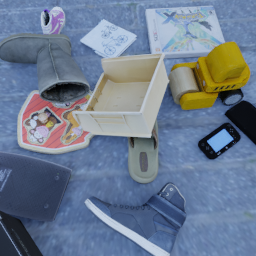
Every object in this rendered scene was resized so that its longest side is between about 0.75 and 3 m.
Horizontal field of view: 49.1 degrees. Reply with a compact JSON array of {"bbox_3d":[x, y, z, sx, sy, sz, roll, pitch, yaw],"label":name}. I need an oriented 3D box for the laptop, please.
[{"bbox_3d":[-2.554,2.756,5.509,1.210,2.088,1.955,-38,67,-15],"label":"laptop"}]

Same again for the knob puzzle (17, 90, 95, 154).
[{"bbox_3d":[-2.055,-0.362,8.133,2.902,0.402,2.902,0,60,0],"label":"knob puzzle"}]

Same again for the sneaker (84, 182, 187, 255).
[{"bbox_3d":[0.271,1.814,6.616,2.270,0.863,1.641,30,75,6],"label":"sneaker"}]

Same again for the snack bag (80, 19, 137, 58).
[{"bbox_3d":[-0.721,-3.120,9.904,1.568,0.168,1.478,31,65,16],"label":"snack bag"}]

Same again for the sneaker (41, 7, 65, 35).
[{"bbox_3d":[-2.654,-3.941,9.913,0.617,0.971,1.704,0,59,2],"label":"sneaker"}]

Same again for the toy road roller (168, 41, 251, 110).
[{"bbox_3d":[2.406,-1.580,8.172,2.255,1.646,1.385,-8,61,-5],"label":"toy road roller"}]

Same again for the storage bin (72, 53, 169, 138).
[{"bbox_3d":[-0.157,-0.909,7.620,2.108,0.995,2.123,3,53,26],"label":"storage bin"}]

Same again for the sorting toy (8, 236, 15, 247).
[{"bbox_3d":[-3.217,2.532,6.125,2.023,1.216,0.830,15,59,35],"label":"sorting toy"}]

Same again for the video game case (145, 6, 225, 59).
[{"bbox_3d":[2.009,-3.468,10.025,2.577,0.284,2.349,-3,61,-2],"label":"video game case"}]

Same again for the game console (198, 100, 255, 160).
[{"bbox_3d":[3.035,0.172,7.979,2.256,0.272,1.330,-32,65,-16],"label":"game console"}]

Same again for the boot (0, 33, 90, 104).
[{"bbox_3d":[-2.627,-1.771,8.432,2.578,1.029,2.835,-13,54,-8],"label":"boot"}]

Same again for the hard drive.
[{"bbox_3d":[-2.667,1.480,7.119,2.224,0.471,1.500,12,61,7],"label":"hard drive"}]

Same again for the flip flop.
[{"bbox_3d":[0.348,0.214,7.677,1.050,0.745,2.590,-2,61,-1],"label":"flip flop"}]
